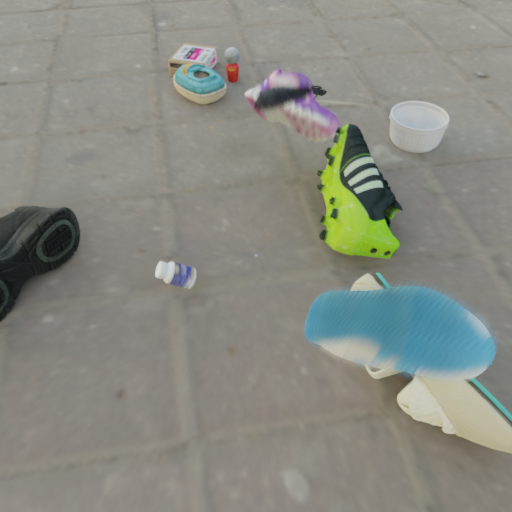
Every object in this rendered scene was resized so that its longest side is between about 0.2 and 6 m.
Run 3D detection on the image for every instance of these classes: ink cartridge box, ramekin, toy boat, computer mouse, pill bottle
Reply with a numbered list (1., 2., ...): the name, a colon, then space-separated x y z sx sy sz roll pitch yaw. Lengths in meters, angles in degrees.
1. ink cartridge box: -1.498 -4.689 13.485 0.894 0.407 1.085 10 44 12
2. ramekin: 3.200 -2.541 11.140 1.129 0.593 1.129 0 44 0
3. toy boat: -1.049 -4.107 12.618 1.674 0.778 1.407 -33 52 -29
4. computer mouse: 0.426 -2.453 8.444 1.131 0.298 0.783 -26 27 -32
5. pill bottle: -1.180 0.267 8.186 0.538 0.322 0.322 17 38 -26

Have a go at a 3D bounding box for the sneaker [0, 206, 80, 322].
1. sneaker: -3.952 0.160 8.211 1.289 1.079 2.840 15 38 28

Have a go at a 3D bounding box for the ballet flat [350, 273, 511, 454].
1. ballet flat: 1.960 1.419 6.967 1.008 1.008 2.902 -19 46 -18

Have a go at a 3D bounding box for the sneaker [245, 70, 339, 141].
1. sneaker: 0.731 -2.751 9.863 0.939 0.854 2.124 -49 48 -4

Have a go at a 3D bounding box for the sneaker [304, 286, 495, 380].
1. sneaker: 1.505 0.809 5.781 2.151 0.869 0.823 5 71 55

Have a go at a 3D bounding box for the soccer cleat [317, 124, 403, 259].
1. soccer cleat: 1.754 -1.112 9.511 1.275 1.062 3.145 17 44 -9
